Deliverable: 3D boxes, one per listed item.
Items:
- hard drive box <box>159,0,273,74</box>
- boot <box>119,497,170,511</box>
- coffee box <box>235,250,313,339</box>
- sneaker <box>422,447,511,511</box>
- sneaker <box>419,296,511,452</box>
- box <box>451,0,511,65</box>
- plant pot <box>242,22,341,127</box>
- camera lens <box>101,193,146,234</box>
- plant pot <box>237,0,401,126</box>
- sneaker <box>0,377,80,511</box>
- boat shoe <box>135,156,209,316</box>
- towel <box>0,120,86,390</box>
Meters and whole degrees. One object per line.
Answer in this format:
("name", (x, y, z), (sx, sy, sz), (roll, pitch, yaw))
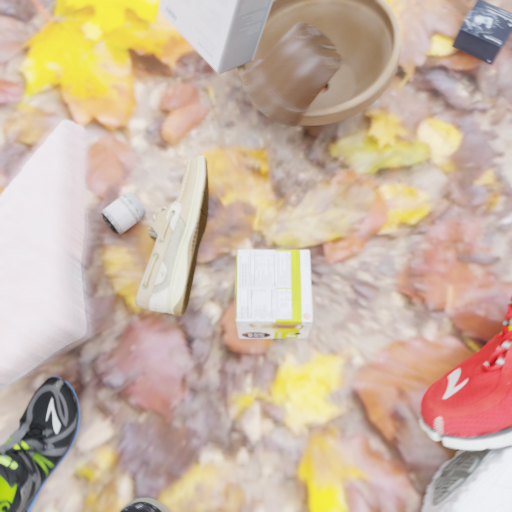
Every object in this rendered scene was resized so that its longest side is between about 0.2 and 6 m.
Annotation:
("hard drive box", (-0.516, -3.782, 7.692), (0.734, 1.912, 1.490), (-33, 76, -31))
("boot", (-0.682, 3.742, 5.845), (2.793, 2.110, 1.008), (41, 74, 14))
("coffee box", (0.222, 0.550, 7.692), (0.997, 1.006, 1.008), (0, 69, 0))
("sneaker", (2.603, 3.468, 6.624), (1.447, 1.135, 2.913), (38, 82, 7))
("sneaker", (3.383, 1.050, 7.084), (3.563, 1.372, 1.513), (-28, 112, -19))
("box", (3.974, -3.892, 9.731), (0.790, 0.471, 0.803), (30, 73, 11))
("plant pot", (0.517, -2.420, 7.386), (1.016, 1.006, 1.016), (26, 44, -28))
("camera lens", (-2.007, -0.634, 8.460), (0.560, 0.448, 0.448), (-40, 74, -14))
("plant pot", (0.997, -2.980, 8.892), (2.499, 1.153, 2.499), (-4, 68, 10))
("sneaker", (-2.879, 2.527, 6.999), (0.732, 0.856, 2.065), (22, 70, 7))
("boat shoe", (-1.194, -0.372, 8.159), (0.793, 0.880, 2.440), (9, 74, 2))
("towel", (-2.779, 0.168, 6.571), (2.748, 0.443, 2.625), (-33, 54, 35))
